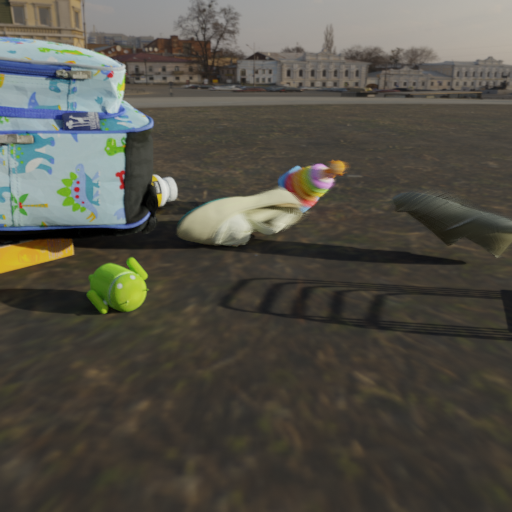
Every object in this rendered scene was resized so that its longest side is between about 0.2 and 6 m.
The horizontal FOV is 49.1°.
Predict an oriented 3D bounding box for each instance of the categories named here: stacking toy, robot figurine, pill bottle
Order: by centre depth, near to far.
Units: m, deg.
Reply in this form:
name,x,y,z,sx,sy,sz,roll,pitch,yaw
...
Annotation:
name,x,y,z,sx,sy,sz,roll,pitch,yaw
robot figurine,-1.677,0.386,6.807,0.843,0.488,0.740,19,49,41
stacking toy,1.158,-1.444,10.629,0.786,0.831,1.432,-40,10,-35
pill bottle,-2.229,-1.257,11.208,1.212,0.679,0.679,-15,24,-36

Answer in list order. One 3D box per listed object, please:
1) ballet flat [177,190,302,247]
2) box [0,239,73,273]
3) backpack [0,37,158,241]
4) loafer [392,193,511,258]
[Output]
name,x,y,z,sx,sy,sz,roll,pitch,yaw
ballet flat,-0.161,-0.580,9.202,2.352,0.817,0.817,-21,28,-37
box,-4.017,-0.091,8.279,2.184,0.453,1.300,-20,28,-40
backpack,-3.578,-1.818,8.352,3.664,2.692,3.353,-7,24,-21
loafer,2.883,-0.470,8.332,1.853,0.645,0.697,21,12,22
